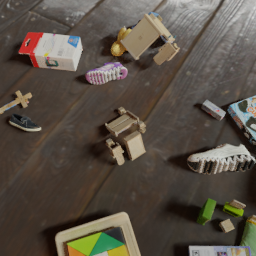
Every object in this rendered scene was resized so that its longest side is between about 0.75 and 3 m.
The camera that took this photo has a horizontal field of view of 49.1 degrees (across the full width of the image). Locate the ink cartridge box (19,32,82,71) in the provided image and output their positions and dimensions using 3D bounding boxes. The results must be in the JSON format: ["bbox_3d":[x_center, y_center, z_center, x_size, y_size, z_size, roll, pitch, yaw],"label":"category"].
[{"bbox_3d":[-3.593,-3.614,13.183,2.545,0.856,1.478,7,60,4],"label":"ink cartridge box"}]

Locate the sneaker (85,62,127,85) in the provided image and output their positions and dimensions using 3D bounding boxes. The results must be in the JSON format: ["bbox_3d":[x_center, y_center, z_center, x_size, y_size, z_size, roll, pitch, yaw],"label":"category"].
[{"bbox_3d":[-1.022,-2.559,12.694,1.887,0.759,0.834,-13,54,-12],"label":"sneaker"}]

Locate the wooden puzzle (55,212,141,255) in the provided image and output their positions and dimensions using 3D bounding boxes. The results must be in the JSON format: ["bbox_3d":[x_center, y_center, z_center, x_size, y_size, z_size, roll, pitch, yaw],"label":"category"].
[{"bbox_3d":[-0.791,4.146,8.464,2.437,0.491,2.634,-15,65,-10],"label":"wooden puzzle"}]

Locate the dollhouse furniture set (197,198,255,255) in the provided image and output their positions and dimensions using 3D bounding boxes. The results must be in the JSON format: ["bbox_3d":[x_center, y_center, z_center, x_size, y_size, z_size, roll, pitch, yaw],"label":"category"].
[{"bbox_3d":[3.666,3.200,9.047,2.660,1.027,1.329,24,63,14],"label":"dollhouse furniture set"}]

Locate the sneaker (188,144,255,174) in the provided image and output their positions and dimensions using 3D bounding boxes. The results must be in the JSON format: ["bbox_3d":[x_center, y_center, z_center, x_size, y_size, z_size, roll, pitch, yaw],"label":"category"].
[{"bbox_3d":[3.387,1.106,10.467,2.454,0.922,0.995,-1,48,-6],"label":"sneaker"}]

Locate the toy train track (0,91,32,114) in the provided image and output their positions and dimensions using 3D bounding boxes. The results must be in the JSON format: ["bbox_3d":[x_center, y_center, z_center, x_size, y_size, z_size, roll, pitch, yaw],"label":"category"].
[{"bbox_3d":[-4.840,-1.036,12.046,1.539,0.250,0.883,-30,71,-10],"label":"toy train track"}]

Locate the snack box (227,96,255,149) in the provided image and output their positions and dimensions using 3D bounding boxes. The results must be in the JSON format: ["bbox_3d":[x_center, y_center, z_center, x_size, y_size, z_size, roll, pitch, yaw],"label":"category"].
[{"bbox_3d":[5.301,-0.161,11.385,1.359,0.434,2.339,-20,61,-12],"label":"snack box"}]

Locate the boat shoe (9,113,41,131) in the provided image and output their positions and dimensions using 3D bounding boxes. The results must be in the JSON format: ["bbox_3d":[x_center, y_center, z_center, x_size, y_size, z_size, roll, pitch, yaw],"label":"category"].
[{"bbox_3d":[-4.164,-0.222,11.335,1.421,0.442,0.530,20,17,14],"label":"boat shoe"}]

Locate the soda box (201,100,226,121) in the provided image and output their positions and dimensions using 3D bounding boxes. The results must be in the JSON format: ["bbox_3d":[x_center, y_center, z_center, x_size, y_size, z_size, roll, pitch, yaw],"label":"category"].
[{"bbox_3d":[3.591,-0.749,11.793,0.980,0.334,0.311,40,67,21],"label":"soda box"}]

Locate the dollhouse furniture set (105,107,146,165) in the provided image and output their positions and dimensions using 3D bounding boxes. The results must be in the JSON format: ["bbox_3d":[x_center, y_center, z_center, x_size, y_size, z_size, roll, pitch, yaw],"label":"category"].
[{"bbox_3d":[-0.303,0.321,11.176,1.772,1.015,2.078,-31,40,-18],"label":"dollhouse furniture set"}]

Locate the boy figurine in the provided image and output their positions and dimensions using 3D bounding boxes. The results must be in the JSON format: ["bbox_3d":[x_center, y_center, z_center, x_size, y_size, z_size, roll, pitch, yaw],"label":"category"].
[{"bbox_3d":[0.096,-4.246,13.631,1.422,0.737,2.287,45,70,-4],"label":"boy figurine"}]

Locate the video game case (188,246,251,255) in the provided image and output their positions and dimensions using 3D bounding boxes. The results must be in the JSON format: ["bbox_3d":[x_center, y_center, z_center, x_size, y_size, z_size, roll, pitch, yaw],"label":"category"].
[{"bbox_3d":[2.836,4.648,8.393,1.853,0.465,2.045,-3,59,9],"label":"video game case"}]

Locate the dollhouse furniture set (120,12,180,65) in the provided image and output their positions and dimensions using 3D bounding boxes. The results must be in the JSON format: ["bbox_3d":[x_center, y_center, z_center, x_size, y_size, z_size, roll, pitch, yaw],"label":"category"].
[{"bbox_3d":[1.290,-4.080,13.517,2.403,1.661,2.546,51,30,1],"label":"dollhouse furniture set"}]
